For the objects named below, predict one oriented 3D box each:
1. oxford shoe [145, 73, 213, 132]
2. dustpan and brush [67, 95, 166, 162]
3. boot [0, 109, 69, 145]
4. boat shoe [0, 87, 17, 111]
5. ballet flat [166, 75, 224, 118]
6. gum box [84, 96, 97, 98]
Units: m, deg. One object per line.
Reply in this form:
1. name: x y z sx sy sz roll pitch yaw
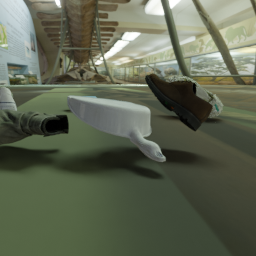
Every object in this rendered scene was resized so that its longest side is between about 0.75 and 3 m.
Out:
1. oxford shoe: 1.027 -0.699 5.771 1.758 0.742 0.639 45 3 34
2. dustpan and brush: -0.019 -0.048 4.941 1.613 0.662 2.312 3 11 -31
3. boot: -1.999 -0.047 4.751 1.472 0.763 2.254 -2 7 14
4. boat shoe: -3.517 -0.629 7.858 0.780 0.709 2.122 -4 -4 -36
5. ballet flat: 2.197 -1.322 9.778 0.949 0.949 2.645 -9 35 -39
6. gum box: -1.789 -1.065 11.649 1.220 0.272 1.037 -2 23 -24
